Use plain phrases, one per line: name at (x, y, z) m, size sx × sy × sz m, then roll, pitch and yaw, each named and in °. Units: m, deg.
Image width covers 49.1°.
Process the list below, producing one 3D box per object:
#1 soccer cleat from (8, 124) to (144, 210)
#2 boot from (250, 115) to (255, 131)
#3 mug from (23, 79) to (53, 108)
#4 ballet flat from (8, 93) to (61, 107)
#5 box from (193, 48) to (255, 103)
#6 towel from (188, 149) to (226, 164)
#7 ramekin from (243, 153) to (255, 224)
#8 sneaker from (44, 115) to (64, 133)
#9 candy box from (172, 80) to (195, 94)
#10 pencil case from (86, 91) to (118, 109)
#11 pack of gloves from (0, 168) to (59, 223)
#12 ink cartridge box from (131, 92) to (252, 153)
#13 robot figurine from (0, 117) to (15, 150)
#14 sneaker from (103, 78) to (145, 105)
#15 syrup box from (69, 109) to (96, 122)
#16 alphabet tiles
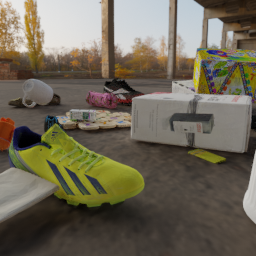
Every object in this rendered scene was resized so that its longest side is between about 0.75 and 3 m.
soccer cleat at (-0.964, 0.509, 4.424) m, size 2.609 × 1.091 × 0.843 m, roll 7°, pitch 14°, yaw 31°
boot at (4.619, -0.201, 9.105) m, size 1.155 × 0.521 × 1.409 m, roll 7°, pitch 18°, yaw 26°
mug at (-4.539, -1.650, 13.602) m, size 1.065 × 1.443 × 1.265 m, roll 31°, pitch -3°, yaw 24°
ballet flat at (-4.841, -1.481, 14.642) m, size 2.700 × 0.626 × 0.910 m, roll -7°, pitch 14°, yaw -29°
box at (3.812, -2.078, 10.747) m, size 2.352 × 1.490 × 2.442 m, roll 4°, pitch 26°, yaw 7°
towel at (1.759, 0.637, 6.291) m, size 0.359 × 0.075 × 0.833 m, roll -13°, pitch 18°, yaw -29°
ramekin at (2.554, 0.771, 3.672) m, size 1.873 × 0.913 × 1.873 m, roll 0°, pitch 13°, yaw 0°
sneaker at (-2.192, -0.097, 8.325) m, size 0.557 × 0.623 × 1.521 m, roll -4°, pitch 12°, yaw -14°
candy box at (3.614, -1.446, 12.534) m, size 2.340 × 0.998 × 2.789 m, roll -7°, pitch 22°, yaw -17°
pencil case at (-1.323, -1.437, 14.072) m, size 0.820 × 0.785 × 1.895 m, roll -6°, pitch 14°, yaw -43°
pack of gloves at (-2.683, 1.159, 3.410) m, size 2.366 × 0.556 × 2.817 m, roll 16°, pitch 23°, yaw 24°
ink cartridge box at (1.817, -0.285, 7.754) m, size 2.930 × 1.242 × 2.134 m, roll 7°, pitch 14°, yaw 23°
robot figurine at (-3.083, 0.165, 6.875) m, size 0.612 × 0.851 × 0.496 m, roll 19°, pitch -25°, yaw -21°
sneaker at (-0.276, -1.980, 15.137) m, size 2.912 × 1.423 × 1.029 m, roll 12°, pitch 14°, yaw 38°
syrup box at (-1.527, -0.428, 9.527) m, size 0.858 × 0.338 × 0.349 m, roll 2°, pitch 13°, yaw 3°
alphabet tiles at (-1.155, -0.290, 10.172) m, size 2.873 × 0.210 × 2.810 m, roll -5°, pitch 15°, yaw -23°
